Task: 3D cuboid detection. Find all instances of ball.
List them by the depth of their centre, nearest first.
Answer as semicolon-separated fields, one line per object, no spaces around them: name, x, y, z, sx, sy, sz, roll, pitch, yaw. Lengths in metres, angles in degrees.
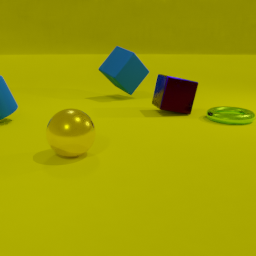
ball;-1.182;0.102;5.839;1.016;1.016;1.016;0;16;0

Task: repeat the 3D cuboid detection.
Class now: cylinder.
cylinder;-4.006;-0.873;8.330;1.051;1.051;1.051;-14;30;8

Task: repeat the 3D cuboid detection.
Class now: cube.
cube;1.579;-1.177;9.637;1.113;1.113;1.113;9;13;-13
cube;-0.181;-2.525;12.317;1.356;1.356;1.356;37;-2;45

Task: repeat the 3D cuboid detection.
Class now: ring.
ring;3.235;-0.416;8.871;1.480;0.296;1.480;0;16;0
